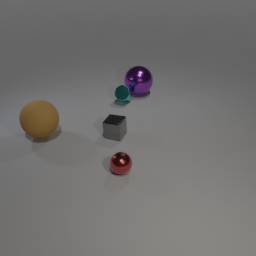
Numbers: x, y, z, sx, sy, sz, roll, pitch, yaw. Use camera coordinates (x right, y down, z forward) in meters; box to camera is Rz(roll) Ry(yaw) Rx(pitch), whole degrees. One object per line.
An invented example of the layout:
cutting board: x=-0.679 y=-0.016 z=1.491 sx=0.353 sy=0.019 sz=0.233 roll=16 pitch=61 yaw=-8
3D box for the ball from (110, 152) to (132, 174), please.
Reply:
ball: x=-0.218 y=1.096 z=8.760 sx=0.700 sy=0.700 sz=0.700 roll=0 pitch=32 yaw=0

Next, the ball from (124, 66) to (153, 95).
ball: x=0.516 y=-2.323 z=13.666 sx=1.400 sy=1.400 sz=1.400 roll=0 pitch=32 yaw=0

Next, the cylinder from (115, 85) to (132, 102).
cylinder: x=-0.205 y=-1.569 z=12.934 sx=0.700 sy=0.700 sz=0.700 roll=7 pitch=-1 yaw=12

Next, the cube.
cube: x=-0.492 y=-0.031 z=10.628 sx=0.700 sy=0.700 sz=0.700 roll=9 pitch=33 yaw=19

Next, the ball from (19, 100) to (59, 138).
ball: x=-3.243 y=-0.342 z=10.285 sx=1.400 sy=1.400 sz=1.400 roll=0 pitch=32 yaw=0
